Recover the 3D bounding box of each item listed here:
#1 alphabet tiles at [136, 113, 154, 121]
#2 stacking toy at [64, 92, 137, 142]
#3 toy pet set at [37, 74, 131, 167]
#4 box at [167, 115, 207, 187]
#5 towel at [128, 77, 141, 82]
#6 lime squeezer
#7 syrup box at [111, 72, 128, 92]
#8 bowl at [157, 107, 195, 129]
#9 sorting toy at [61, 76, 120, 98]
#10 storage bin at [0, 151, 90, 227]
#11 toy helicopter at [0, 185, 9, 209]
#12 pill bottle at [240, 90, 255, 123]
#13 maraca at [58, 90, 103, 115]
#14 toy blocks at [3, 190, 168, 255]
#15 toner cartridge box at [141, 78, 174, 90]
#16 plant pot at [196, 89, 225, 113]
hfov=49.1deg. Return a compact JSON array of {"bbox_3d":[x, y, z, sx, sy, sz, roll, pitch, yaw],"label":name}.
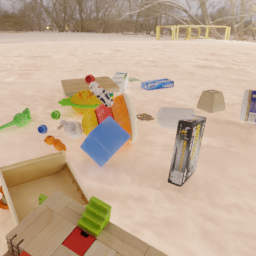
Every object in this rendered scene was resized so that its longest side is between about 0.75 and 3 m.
[{"bbox_3d":[0.692,-0.444,11.596,0.686,0.031,0.821,-15,27,-34],"label":"alphabet tiles"},{"bbox_3d":[-0.919,-0.163,9.018,2.264,1.654,1.654,-12,23,-8],"label":"stacking toy"},{"bbox_3d":[-1.263,0.012,7.855,2.278,2.440,1.296,44,9,2],"label":"toy pet set"},{"bbox_3d":[1.433,0.501,6.723,0.366,1.515,1.200,15,15,27],"label":"box"},{"bbox_3d":[0.308,-3.149,18.237,0.702,0.108,0.920,-14,25,-31],"label":"towel"},{"bbox_3d":[-4.219,-0.343,10.953,1.035,0.553,2.931,-27,16,19],"label":"lime squeezer"},{"bbox_3d":[-0.445,-2.707,16.201,0.772,0.798,1.960,3,23,5],"label":"syrup box"},{"bbox_3d":[1.823,-0.358,10.715,1.414,0.529,1.416,5,23,13],"label":"bowl"},{"bbox_3d":[-1.894,-1.768,13.718,2.502,0.871,2.487,-7,24,-15],"label":"sorting toy"},{"bbox_3d":[-1.600,1.344,5.600,1.500,0.708,1.511,-14,47,-31],"label":"storage bin"},{"bbox_3d":[-2.156,1.595,6.124,1.266,0.499,0.837,26,25,27],"label":"toy helicopter"},{"bbox_3d":[5.505,-0.757,10.729,2.124,1.272,1.272,8,23,17],"label":"pill bottle"},{"bbox_3d":[-1.903,-1.079,11.763,1.986,1.063,1.362,4,17,7],"label":"maraca"},{"bbox_3d":[-0.770,2.083,3.683,2.742,1.370,1.875,24,38,20],"label":"toy blocks"},{"bbox_3d":[1.728,-2.566,16.387,1.787,0.386,0.849,-11,24,-26],"label":"toner cartridge box"},{"bbox_3d":[3.748,-1.244,12.522,0.932,0.825,0.931,-12,25,-30],"label":"plant pot"}]
